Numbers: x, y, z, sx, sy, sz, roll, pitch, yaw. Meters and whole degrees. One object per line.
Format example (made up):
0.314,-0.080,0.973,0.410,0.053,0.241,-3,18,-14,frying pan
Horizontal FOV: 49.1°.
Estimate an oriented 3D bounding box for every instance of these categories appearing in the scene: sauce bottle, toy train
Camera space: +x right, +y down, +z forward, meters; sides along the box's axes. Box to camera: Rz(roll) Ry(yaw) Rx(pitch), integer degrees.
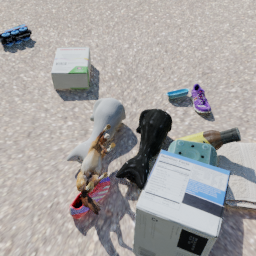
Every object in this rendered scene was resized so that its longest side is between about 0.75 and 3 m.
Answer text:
2.259,0.425,8.312,2.032,0.657,0.657,-19,38,28,sauce bottle
-5.589,-4.573,13.838,1.630,0.707,0.931,-28,43,-22,toy train

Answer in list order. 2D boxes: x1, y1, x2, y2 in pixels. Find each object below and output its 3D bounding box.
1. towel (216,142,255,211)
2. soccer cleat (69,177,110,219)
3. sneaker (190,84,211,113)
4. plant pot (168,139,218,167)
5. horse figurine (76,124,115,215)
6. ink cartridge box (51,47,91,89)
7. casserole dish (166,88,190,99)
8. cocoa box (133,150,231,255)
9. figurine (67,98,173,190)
3.428,1.307,8.247,1.611,0.419,2.431,5,46,4,towel
-1.013,1.804,7.648,0.509,0.583,1.525,29,53,25,soccer cleat
2.689,-1.108,10.480,0.583,0.603,1.447,-9,47,-8,sneaker
1.651,1.145,7.482,1.514,1.542,1.509,9,50,14,plant pot
-0.856,1.005,7.282,0.599,1.591,2.401,21,62,-17,horse figurine
-2.315,-2.538,11.697,1.422,0.856,1.957,-2,47,-3,ink cartridge box
1.931,-1.327,10.829,0.931,0.181,0.564,-13,22,1,casserole dish
1.121,1.954,6.240,1.585,2.376,1.559,17,48,16,cocoa box
-0.257,0.431,8.708,2.686,1.156,2.621,15,52,16,figurine
